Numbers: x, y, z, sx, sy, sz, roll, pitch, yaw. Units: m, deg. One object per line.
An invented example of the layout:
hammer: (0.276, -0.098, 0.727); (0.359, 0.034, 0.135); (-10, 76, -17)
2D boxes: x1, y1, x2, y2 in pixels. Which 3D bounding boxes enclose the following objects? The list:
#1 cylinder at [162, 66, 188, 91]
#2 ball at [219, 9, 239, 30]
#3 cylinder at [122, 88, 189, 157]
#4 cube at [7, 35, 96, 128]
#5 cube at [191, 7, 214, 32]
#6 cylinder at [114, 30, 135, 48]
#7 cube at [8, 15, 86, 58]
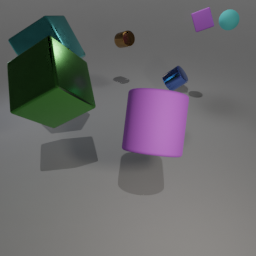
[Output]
cylinder: (1.754, -1.833, 10.389); (0.700, 0.700, 0.700); (-31, 19, 29)
ball: (3.625, -3.875, 10.050); (0.700, 0.700, 0.700); (0, 33, 0)
cylinder: (0.628, -0.110, 6.493); (1.400, 1.400, 1.400); (7, -1, 0)
cube: (-1.825, -1.018, 6.709); (1.400, 1.400, 1.400); (-24, 65, 22)
cube: (2.891, -4.163, 10.819); (0.700, 0.700, 0.700); (-15, 13, 20)
cylinder: (-0.161, -4.062, 12.852); (0.700, 0.700, 0.700); (-22, 20, -31)
cube: (-2.373, -2.412, 8.475); (1.400, 1.400, 1.400); (-24, 16, 17)
